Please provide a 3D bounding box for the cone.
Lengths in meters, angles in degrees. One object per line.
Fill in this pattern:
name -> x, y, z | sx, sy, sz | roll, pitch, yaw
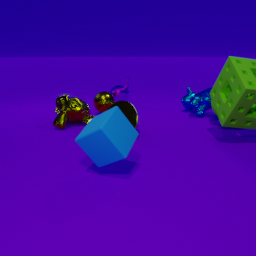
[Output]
cone -> 0.054, -0.149, 8.035 | 1.086, 1.086, 1.090 | 10, -2, 31

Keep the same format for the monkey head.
monkey head -> -1.842, -0.420, 8.974 | 1.713, 1.232, 1.032 | 18, -18, 19

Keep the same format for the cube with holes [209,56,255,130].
cube with holes -> 3.052, -0.864, 7.117 | 1.257, 1.257, 1.257 | 5, 47, -10

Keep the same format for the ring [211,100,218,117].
ring -> 3.384, -0.634, 9.037 | 1.458, 0.292, 1.458 | 8, 52, -10

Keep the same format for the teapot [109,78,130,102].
teapot -> -0.360, -1.418, 11.612 | 0.906, 1.457, 0.713 | 20, 32, -41

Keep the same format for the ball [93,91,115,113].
ball -> -0.872, -0.946, 10.264 | 0.803, 0.803, 0.803 | 0, 16, 0

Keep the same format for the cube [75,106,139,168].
cube -> -0.377, 0.173, 5.239 | 0.729, 0.729, 0.729 | -24, 23, 37

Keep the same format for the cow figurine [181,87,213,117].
cow figurine -> 2.736, -1.092, 10.398 | 1.613, 0.885, 1.587 | -26, 22, 31
